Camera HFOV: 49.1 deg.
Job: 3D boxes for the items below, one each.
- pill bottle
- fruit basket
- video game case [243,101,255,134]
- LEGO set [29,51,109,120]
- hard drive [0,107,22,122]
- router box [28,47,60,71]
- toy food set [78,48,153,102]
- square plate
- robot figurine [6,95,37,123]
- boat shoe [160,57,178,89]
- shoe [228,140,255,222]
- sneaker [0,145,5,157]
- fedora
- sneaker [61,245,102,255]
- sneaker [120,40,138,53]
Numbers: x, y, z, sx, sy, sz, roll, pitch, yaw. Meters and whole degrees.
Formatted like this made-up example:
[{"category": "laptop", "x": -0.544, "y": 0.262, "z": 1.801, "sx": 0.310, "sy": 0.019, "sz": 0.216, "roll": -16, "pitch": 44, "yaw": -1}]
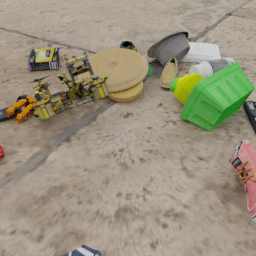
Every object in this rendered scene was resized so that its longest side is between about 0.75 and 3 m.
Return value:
[{"category": "pill bottle", "x": 3.330, "y": -2.191, "z": 11.013, "sx": 1.662, "sy": 0.940, "sz": 0.940, "roll": -13, "pitch": 39, "yaw": -17}, {"category": "fruit basket", "x": 2.527, "y": -1.281, "z": 9.355, "sx": 2.542, "sy": 1.833, "sz": 2.542, "roll": 8, "pitch": 50, "yaw": -9}, {"category": "video game case", "x": 4.793, "y": -0.303, "z": 9.128, "sx": 1.628, "sy": 0.230, "sz": 1.802, "roll": 3, "pitch": 37, "yaw": 4}, {"category": "LEGO set", "x": -1.984, "y": -1.489, "z": 8.881, "sx": 2.687, "sy": 1.557, "sz": 2.066, "roll": -19, "pitch": 18, "yaw": 1}, {"category": "hard drive", "x": -4.031, "y": -0.488, "z": 9.405, "sx": 0.861, "sy": 0.182, "sz": 0.581, "roll": -23, "pitch": 43, "yaw": -27}, {"category": "router box", "x": -3.758, "y": -3.128, "z": 12.659, "sx": 1.261, "sy": 0.419, "sz": 1.604, "roll": -6, "pitch": 38, "yaw": -8}, {"category": "toy food set", "x": -0.509, "y": -2.210, "z": 10.970, "sx": 2.865, "sy": 0.697, "sz": 2.836, "roll": 12, "pitch": 50, "yaw": 21}, {"category": "square plate", "x": 3.393, "y": -3.701, "z": 13.527, "sx": 2.143, "sy": 0.305, "sz": 2.122, "roll": 6, "pitch": 38, "yaw": 8}, {"category": "robot figurine", "x": -3.492, "y": -0.676, "z": 9.410, "sx": 0.831, "sy": 0.334, "sz": 1.146, "roll": 32, "pitch": 42, "yaw": 2}, {"category": "boat shoe", "x": 1.668, "y": -2.280, "z": 11.293, "sx": 0.693, "sy": 0.737, "sz": 1.934, "roll": 6, "pitch": 38, "yaw": 8}, {"category": "shoe", "x": 2.815, "y": 1.114, "z": 6.443, "sx": 1.049, "sy": 0.824, "sz": 2.306, "roll": 32, "pitch": 38, "yaw": 12}, {"category": "sneaker", "x": -3.731, "y": 0.820, "z": 7.386, "sx": 0.862, "sy": 0.584, "sz": 1.491, "roll": -5, "pitch": 48, "yaw": -20}, {"category": "fedora", "x": 1.936, "y": -3.379, "z": 12.365, "sx": 2.005, "sy": 1.773, "sz": 0.905, "roll": -28, "pitch": 77, "yaw": -1}, {"category": "sneaker", "x": -0.665, "y": 2.806, "z": 4.704, "sx": 1.014, "sy": 0.655, "sz": 1.870, "roll": -23, "pitch": 40, "yaw": -24}, {"category": "sneaker", "x": 0.058, "y": -3.640, "z": 12.886, "sx": 0.831, "sy": 0.944, "sz": 2.231, "roll": 2, "pitch": 35, "yaw": 1}]
